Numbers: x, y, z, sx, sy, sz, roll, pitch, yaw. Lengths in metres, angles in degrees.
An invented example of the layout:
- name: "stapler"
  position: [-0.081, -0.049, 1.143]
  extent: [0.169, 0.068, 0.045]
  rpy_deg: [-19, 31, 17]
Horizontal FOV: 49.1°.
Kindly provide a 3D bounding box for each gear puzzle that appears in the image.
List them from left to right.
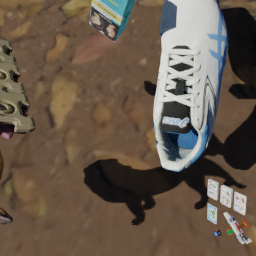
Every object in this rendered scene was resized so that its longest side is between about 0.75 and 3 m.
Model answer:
- name: "gear puzzle"
  position: [-2.101, -0.794, 3.501]
  extent: [1.383, 0.350, 2.670]
  rpy_deg: [1, 43, -35]

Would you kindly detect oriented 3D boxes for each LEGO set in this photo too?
- name: "LEGO set"
  position: [1.455, 1.245, 4.060]
  extent: [0.220, 0.669, 0.895]
  rpy_deg: [-11, 107, -29]

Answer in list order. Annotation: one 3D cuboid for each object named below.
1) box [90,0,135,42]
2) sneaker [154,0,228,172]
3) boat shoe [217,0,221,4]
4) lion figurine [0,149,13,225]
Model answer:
- name: "box"
  position: [-0.197, -1.537, 3.484]
  extent: [0.462, 1.122, 0.276]
  rpy_deg: [35, 77, -4]
- name: "sneaker"
  position: [0.850, -0.571, 4.094]
  extent: [1.009, 2.808, 1.017]
  rpy_deg: [8, 33, 20]
- name: "boat shoe"
  position: [1.415, -2.761, 5.788]
  extent: [0.985, 1.079, 2.998]
  rpy_deg: [-14, 60, -8]
- name: "lion figurine"
  position: [-2.156, 0.715, 3.266]
  extent: [2.622, 0.950, 1.606]
  rpy_deg: [-16, 36, 16]
